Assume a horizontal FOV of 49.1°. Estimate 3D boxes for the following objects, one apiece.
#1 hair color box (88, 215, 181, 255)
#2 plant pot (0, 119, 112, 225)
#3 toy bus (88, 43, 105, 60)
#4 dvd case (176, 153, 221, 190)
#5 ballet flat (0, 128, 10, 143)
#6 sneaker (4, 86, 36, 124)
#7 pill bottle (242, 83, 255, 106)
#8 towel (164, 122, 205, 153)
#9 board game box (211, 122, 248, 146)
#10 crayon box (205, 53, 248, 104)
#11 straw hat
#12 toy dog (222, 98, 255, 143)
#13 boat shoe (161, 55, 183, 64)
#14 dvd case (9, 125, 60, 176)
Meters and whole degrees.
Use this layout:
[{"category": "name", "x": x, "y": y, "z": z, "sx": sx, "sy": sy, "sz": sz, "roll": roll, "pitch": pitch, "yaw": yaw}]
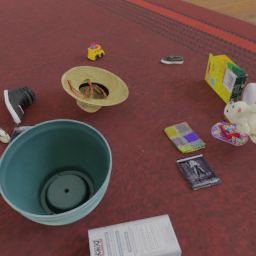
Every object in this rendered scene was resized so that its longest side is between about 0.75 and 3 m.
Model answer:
[{"category": "hair color box", "x": 0.133, "y": 3.055, "z": 7.204, "sx": 2.181, "sy": 0.661, "sz": 1.080, "roll": -8, "pitch": 42, "yaw": -10}, {"category": "plant pot", "x": -1.850, "y": 1.471, "z": 7.896, "sx": 2.885, "sy": 1.933, "sz": 2.885, "roll": 0, "pitch": 51, "yaw": 0}, {"category": "toy bus", "x": -1.783, "y": -4.316, "z": 15.513, "sx": 0.613, "sy": 0.868, "sz": 0.904, "roll": 28, "pitch": 47, "yaw": 30}, {"category": "dvd case", "x": 2.348, "y": 1.449, "z": 9.468, "sx": 0.992, "sy": 0.107, "sz": 1.334, "roll": -12, "pitch": 43, "yaw": -13}, {"category": "ballet flat", "x": -4.940, "y": 0.153, "z": 10.743, "sx": 1.235, "sy": 0.385, "sz": 0.416, "roll": 25, "pitch": 47, "yaw": 26}, {"category": "sneaker", "x": -4.459, "y": -1.095, "z": 11.811, "sx": 1.174, "sy": 0.837, "sz": 2.368, "roll": -21, "pitch": 41, "yaw": -15}, {"category": "pill bottle", "x": 6.058, "y": -1.133, "z": 11.507, "sx": 2.305, "sy": 1.313, "sz": 1.313, "roll": 4, "pitch": 41, "yaw": 5}, {"category": "towel", "x": 2.140, "y": 0.342, "z": 10.693, "sx": 1.058, "sy": 0.168, "sz": 1.473, "roll": -14, "pitch": 43, "yaw": -16}, {"category": "board game box", "x": 3.984, "y": 0.111, "z": 10.881, "sx": 1.385, "sy": 0.270, "sz": 1.094, "roll": 24, "pitch": 47, "yaw": 25}, {"category": "crayon box", "x": 4.372, "y": -2.313, "z": 12.739, "sx": 0.589, "sy": 1.473, "sz": 2.320, "roll": -10, "pitch": 43, "yaw": -12}, {"category": "straw hat", "x": -1.497, "y": -1.347, "z": 11.733, "sx": 2.870, "sy": 1.215, "sz": 2.870, "roll": 14, "pitch": 38, "yaw": -11}, {"category": "toy dog", "x": 4.247, "y": -0.353, "z": 9.848, "sx": 1.742, "sy": 1.215, "sz": 1.689, "roll": 35, "pitch": 13, "yaw": 10}, {"category": "boat shoe", "x": 2.416, "y": -3.757, "z": 15.197, "sx": 1.188, "sy": 0.421, "sz": 0.428, "roll": -1, "pitch": 41, "yaw": -1}, {"category": "dvd case", "x": -3.260, "y": 0.898, "z": 10.002, "sx": 2.168, "sy": 0.233, "sz": 2.915, "roll": -2, "pitch": 41, "yaw": -2}]
